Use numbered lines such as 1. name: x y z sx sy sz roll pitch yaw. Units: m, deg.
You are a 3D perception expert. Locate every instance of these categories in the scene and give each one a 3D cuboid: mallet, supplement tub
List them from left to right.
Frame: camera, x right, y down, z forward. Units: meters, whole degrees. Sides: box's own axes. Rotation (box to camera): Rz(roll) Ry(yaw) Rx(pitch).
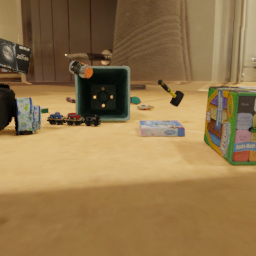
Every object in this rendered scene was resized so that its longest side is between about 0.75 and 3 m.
1. supplement tub: -1.622 -2.014 9.686 0.769 0.471 0.471 26 24 28
2. mallet: 1.464 -1.221 10.052 0.372 0.595 1.807 29 8 35

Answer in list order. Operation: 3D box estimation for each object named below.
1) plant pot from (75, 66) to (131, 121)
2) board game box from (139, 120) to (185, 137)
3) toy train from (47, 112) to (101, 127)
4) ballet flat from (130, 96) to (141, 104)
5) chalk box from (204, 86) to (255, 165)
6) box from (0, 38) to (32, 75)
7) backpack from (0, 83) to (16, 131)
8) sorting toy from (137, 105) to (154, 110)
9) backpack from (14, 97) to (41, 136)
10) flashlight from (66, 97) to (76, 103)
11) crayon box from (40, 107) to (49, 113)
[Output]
1. plant pot: -1.066 -1.390 12.096 2.175 2.169 2.215 -1 2 -4
2. board game box: 1.107 -0.003 9.506 1.386 0.302 1.392 -1 12 -1
3. toy train: -2.085 -0.349 10.663 2.178 0.499 0.372 2 12 11
4. ballet flat: 0.313 -1.703 17.143 1.461 0.493 0.456 10 6 39
5. chalk box: 3.061 -0.090 6.772 1.661 1.649 2.661 1 13 -1
6. box: -3.477 -2.131 8.390 1.037 0.831 0.226 11 -6 -40
7. backpack: -5.188 -0.585 8.844 2.696 1.706 2.250 2 11 -4
8. sorting toy: 0.928 -1.037 14.728 0.712 0.172 1.264 -10 15 -23
9. backpack: -3.376 -0.439 9.415 0.874 1.190 1.089 -5 13 -22
10. flashlight: -3.627 -1.773 17.752 0.340 0.341 1.005 -9 14 -30
11. crayon box: -4.437 -0.843 13.585 0.976 0.252 0.614 -9 15 -38
